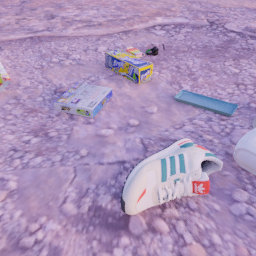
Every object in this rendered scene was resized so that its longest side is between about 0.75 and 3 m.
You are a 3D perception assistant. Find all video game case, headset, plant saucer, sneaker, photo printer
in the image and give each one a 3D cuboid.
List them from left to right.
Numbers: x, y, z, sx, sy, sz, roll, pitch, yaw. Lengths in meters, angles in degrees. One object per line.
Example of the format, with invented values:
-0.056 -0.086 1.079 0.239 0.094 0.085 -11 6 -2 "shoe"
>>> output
-1.589 -1.064 10.276 1.531 0.384 1.689 13 38 18 "video game case"
1.386 -4.009 14.342 0.993 0.467 0.613 -8 36 8 "headset"
1.132 1.199 6.560 1.336 1.006 2.858 25 39 39 "sneaker"
2.834 -0.918 10.250 2.196 0.208 0.768 20 40 27 "plant saucer"
4.098 0.759 7.380 1.867 0.779 2.244 -28 43 -32 "photo printer"

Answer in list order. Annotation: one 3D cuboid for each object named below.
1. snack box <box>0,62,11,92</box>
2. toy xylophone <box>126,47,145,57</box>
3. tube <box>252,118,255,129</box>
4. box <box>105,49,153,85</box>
-4.957 -1.980 10.509 0.350 0.873 1.035 -27 85 -54 "snack box"
0.398 -3.880 14.337 0.757 0.260 1.033 -24 42 -31 "toy xylophone"
4.748 -0.098 9.029 1.382 0.348 0.535 4 40 -6 "tube"
0.011 -2.739 12.310 0.830 0.762 2.369 -26 43 -31 "box"
